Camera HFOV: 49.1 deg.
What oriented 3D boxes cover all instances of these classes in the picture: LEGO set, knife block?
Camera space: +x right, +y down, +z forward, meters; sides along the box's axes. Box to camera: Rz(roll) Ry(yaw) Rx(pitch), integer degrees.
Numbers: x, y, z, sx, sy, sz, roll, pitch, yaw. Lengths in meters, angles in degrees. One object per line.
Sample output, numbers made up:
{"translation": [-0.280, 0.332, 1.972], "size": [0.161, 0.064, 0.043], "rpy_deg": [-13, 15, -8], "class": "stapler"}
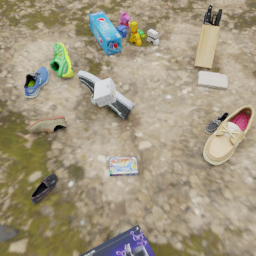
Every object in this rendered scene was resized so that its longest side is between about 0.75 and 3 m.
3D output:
{"translation": [0.293, -5.153, 14.424], "size": [2.748, 1.128, 1.048], "rpy_deg": [36, 61, 25], "class": "LEGO set"}
{"translation": [3.797, -4.348, 13.121], "size": [0.799, 2.192, 2.496], "rpy_deg": [11, 53, 10], "class": "knife block"}

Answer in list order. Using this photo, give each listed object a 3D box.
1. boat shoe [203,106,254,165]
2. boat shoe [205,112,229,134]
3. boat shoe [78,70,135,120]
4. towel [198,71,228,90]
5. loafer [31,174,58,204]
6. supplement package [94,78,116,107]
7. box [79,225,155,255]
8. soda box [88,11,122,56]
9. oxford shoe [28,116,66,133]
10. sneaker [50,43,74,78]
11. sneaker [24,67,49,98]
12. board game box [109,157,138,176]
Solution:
{"translation": [3.768, 0.144, 10.368], "size": [1.060, 0.995, 2.875], "rpy_deg": [32, 59, 23], "class": "boat shoe"}
{"translation": [3.520, -0.232, 11.048], "size": [1.250, 0.392, 0.454], "rpy_deg": [-32, 59, -23], "class": "boat shoe"}
{"translation": [-1.070, -1.310, 11.428], "size": [2.734, 1.009, 0.934], "rpy_deg": [35, 86, 3], "class": "boat shoe"}
{"translation": [3.835, -2.155, 12.654], "size": [1.340, 0.231, 0.888], "rpy_deg": [9, 52, 7], "class": "towel"}
{"translation": [-2.784, 1.975, 9.338], "size": [0.424, 0.371, 1.179], "rpy_deg": [24, 56, 18], "class": "loafer"}
{"translation": [-0.760, -1.193, 9.354], "size": [0.608, 0.433, 0.781], "rpy_deg": [-16, 50, 19], "class": "supplement package"}
{"translation": [-0.235, 3.771, 7.721], "size": [1.895, 0.747, 1.337], "rpy_deg": [-23, 53, -17], "class": "box"}
{"translation": [-1.185, -4.897, 14.373], "size": [0.836, 0.884, 2.605], "rpy_deg": [-19, 54, -14], "class": "soda box"}
{"translation": [-3.104, -0.044, 10.842], "size": [1.458, 0.513, 0.545], "rpy_deg": [-19, 60, -13], "class": "oxford shoe"}
{"translation": [-3.230, -3.200, 13.086], "size": [0.942, 0.835, 2.254], "rpy_deg": [-15, 54, -17], "class": "sneaker"}
{"translation": [-4.014, -2.142, 12.296], "size": [0.690, 0.784, 1.758], "rpy_deg": [10, 52, 8], "class": "sneaker"}
{"translation": [-0.163, 1.359, 9.946], "size": [0.999, 0.172, 0.676], "rpy_deg": [-3, 52, -2], "class": "board game box"}
